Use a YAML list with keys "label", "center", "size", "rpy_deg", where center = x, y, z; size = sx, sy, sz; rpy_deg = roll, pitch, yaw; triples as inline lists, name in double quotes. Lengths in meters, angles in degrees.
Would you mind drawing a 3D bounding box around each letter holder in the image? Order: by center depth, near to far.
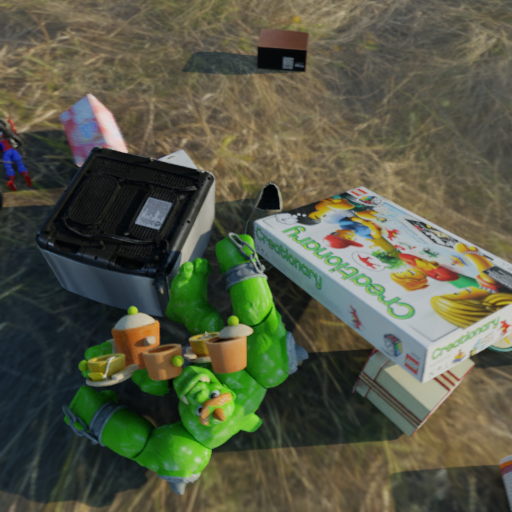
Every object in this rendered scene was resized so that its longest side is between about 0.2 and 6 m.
- label: "letter holder"
  center: [0.691, -5.287, 14.360]
  size: [1.264, 0.636, 0.899]
  rpy_deg: [5, 53, 4]

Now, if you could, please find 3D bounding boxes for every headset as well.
- label: "headset"
  center: [-5.899, -1.520, 11.249]
  size: [1.737, 1.322, 2.813]
  rpy_deg: [38, 74, 23]

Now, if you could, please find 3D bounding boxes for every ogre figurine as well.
- label: "ogre figurine"
  center: [-0.913, 1.700, 8.566]
  size: [3.938, 1.932, 2.361]
  rpy_deg: [-39, 66, -20]

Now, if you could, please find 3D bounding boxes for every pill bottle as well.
- label: "pill bottle"
  center: [3.987, 3.509, 8.100]
  size: [0.626, 0.626, 1.143]
  rpy_deg: [-1, 55, -1]

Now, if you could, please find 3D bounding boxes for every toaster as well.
- label: "toaster"
  center: [-2.273, -0.390, 10.230]
  size: [2.544, 1.669, 2.813]
  rpy_deg: [13, 56, 9]

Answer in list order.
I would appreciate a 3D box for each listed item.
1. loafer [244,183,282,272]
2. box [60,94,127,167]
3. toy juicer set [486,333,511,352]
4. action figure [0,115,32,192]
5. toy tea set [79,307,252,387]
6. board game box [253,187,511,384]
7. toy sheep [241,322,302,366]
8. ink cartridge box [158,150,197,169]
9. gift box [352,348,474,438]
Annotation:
- label: "loafer"
  center: [0.112, -0.618, 10.978]
  size: [0.767, 0.710, 2.038]
  rpy_deg: [5, 55, 4]
- label: "box"
  center: [-3.475, -2.543, 12.102]
  size: [0.875, 0.807, 1.705]
  rpy_deg: [-35, 58, 9]
- label: "toy juicer set"
  center: [4.209, 1.139, 9.844]
  size: [1.951, 0.531, 1.241]
  rpy_deg: [6, 55, 5]
- label: "action figure"
  center: [-5.380, -2.313, 12.137]
  size: [0.574, 0.870, 1.758]
  rpy_deg: [-22, 55, -15]
- label: "toy tea set"
  center: [-1.186, 1.132, 7.778]
  size: [2.415, 1.436, 0.894]
  rpy_deg: [-8, 93, 11]
- label: "board game box"
  center: [2.159, 0.170, 9.363]
  size: [2.626, 0.720, 4.161]
  rpy_deg: [-20, 37, -27]
- label: "toy sheep"
  center: [0.047, 1.552, 9.268]
  size: [1.493, 1.029, 1.029]
  rpy_deg: [12, 54, 26]
- label: "ink cartridge box"
  center: [-1.753, -1.956, 12.279]
  size: [0.692, 0.153, 0.705]
  rpy_deg: [-26, 57, -17]
- label: "gift box"
  center: [2.338, 1.867, 8.823]
  size: [1.457, 1.344, 1.360]
  rpy_deg: [-32, 61, -30]
